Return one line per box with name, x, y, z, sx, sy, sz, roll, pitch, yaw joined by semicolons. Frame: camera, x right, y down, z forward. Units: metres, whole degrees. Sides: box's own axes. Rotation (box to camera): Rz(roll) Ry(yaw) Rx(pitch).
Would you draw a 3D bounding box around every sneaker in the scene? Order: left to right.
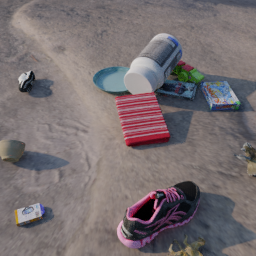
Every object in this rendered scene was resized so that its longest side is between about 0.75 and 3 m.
sneaker;-4.941;-2.146;13.369;0.647;0.596;1.617;-11;36;7
sneaker;0.987;2.134;7.757;2.841;1.355;1.122;-25;45;-28

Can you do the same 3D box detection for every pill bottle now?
pill bottle;1.160;-2.831;12.798;1.700;1.700;2.988;21;55;23

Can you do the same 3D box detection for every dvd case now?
dvd case;2.312;-1.827;13.193;1.715;0.189;1.252;13;43;13

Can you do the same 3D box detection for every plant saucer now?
plant saucer;-0.544;-2.309;13.652;2.331;0.319;2.331;0;42;0

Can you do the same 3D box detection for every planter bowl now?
planter bowl;-4.049;0.837;9.702;0.898;0.898;0.604;-2;68;-3

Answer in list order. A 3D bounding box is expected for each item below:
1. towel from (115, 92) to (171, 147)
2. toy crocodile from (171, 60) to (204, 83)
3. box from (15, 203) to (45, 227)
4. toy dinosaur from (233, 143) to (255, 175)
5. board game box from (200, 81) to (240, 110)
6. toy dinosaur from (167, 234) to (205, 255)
towel;0.533;-0.380;11.039;1.743;0.271;2.410;-8;56;-9
toy crocodile;2.639;-3.004;14.061;0.902;0.825;2.671;-28;48;-28
box;-2.864;2.520;8.205;0.810;0.168;0.482;-12;42;-18
toy dinosaur;4.916;1.512;8.915;1.470;1.106;2.874;-35;57;-17
board game box;4.132;-1.490;12.694;1.256;0.320;1.856;-3;41;-3
toy dinosaur;1.441;3.312;7.020;0.912;0.525;1.804;20;45;19
